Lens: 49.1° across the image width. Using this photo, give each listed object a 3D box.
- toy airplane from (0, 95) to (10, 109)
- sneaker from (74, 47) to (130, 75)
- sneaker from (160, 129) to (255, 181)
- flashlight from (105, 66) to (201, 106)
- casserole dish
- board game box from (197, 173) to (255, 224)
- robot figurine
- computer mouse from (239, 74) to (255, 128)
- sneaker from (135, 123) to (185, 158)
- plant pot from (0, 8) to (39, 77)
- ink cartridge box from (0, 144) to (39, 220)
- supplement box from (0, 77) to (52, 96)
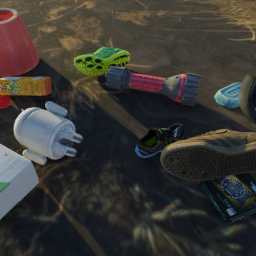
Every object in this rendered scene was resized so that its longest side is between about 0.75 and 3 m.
[{"bbox_3d":[-5.149,-1.068,8.685,2.917,0.536,2.917,1,43,-1],"label":"toy airplane"},{"bbox_3d":[-0.962,-2.422,10.050,2.061,0.763,0.861,-14,38,-25],"label":"sneaker"},{"bbox_3d":[2.016,0.551,6.546,2.730,0.962,1.031,1,28,-8],"label":"sneaker"},{"bbox_3d":[0.742,-1.387,8.721,2.886,0.977,0.981,11,45,10],"label":"flashlight"},{"bbox_3d":[3.406,-1.080,8.902,1.377,0.267,0.834,-23,48,-23],"label":"casserole dish"},{"bbox_3d":[2.280,1.244,6.474,1.164,0.242,1.722,-15,45,-15],"label":"board game box"},{"bbox_3d":[-2.083,0.112,7.069,1.843,1.041,1.563,20,81,20],"label":"robot figurine"},{"bbox_3d":[3.097,-0.112,6.399,0.493,2.140,1.503,-26,24,7],"label":"computer mouse"},{"bbox_3d":[0.876,0.249,7.232,1.527,0.633,0.541,-24,50,-23],"label":"sneaker"},{"bbox_3d":[-4.366,-3.071,9.884,2.030,1.796,2.030,0,44,0],"label":"plant pot"},{"bbox_3d":[-3.193,1.048,6.274,1.843,0.806,1.339,23,49,24],"label":"ink cartridge box"},{"bbox_3d":[-3.229,-1.305,8.740,1.576,0.524,0.542,1,21,9],"label":"supplement box"}]
